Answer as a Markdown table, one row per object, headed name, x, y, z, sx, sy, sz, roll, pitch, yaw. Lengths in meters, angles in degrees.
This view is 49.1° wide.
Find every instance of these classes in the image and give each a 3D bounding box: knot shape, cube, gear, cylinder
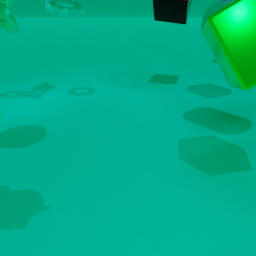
| name | x | y | z | sx | sy | sz | roll | pitch | yaw |
| --- | --- | --- | --- | --- | --- | --- | --- | --- | --- |
| knot shape | -3.580 | -3.180 | 7.497 | 1.709 | 1.599 | 0.790 | -20 | 42 | 25 |
| cube | 1.525 | -4.354 | 9.377 | 1.141 | 1.141 | 1.141 | 13 | -16 | 12 |
| gear | -1.766 | -3.390 | 7.898 | 1.069 | 0.198 | 1.069 | 8 | 37 | -6 |
| cube | 1.751 | -1.241 | 3.849 | 1.044 | 1.044 | 1.044 | -28 | 5 | 14 |
| cylinder | 2.406 | -1.981 | 5.653 | 1.338 | 1.338 | 1.338 | -16 | 17 | -32 |

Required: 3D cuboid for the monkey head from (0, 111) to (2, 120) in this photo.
| name | x | y | z | sx | sy | sz | roll | pitch | yaw |
| --- | --- | --- | --- | --- | --- | --- | --- | --- | --- |
| monkey head | -1.870 | -0.342 | 2.437 | 1.358 | 0.977 | 0.818 | 43 | 23 | -11 |
